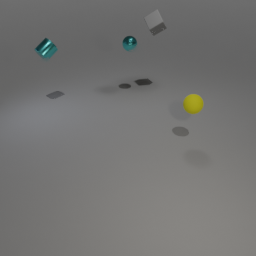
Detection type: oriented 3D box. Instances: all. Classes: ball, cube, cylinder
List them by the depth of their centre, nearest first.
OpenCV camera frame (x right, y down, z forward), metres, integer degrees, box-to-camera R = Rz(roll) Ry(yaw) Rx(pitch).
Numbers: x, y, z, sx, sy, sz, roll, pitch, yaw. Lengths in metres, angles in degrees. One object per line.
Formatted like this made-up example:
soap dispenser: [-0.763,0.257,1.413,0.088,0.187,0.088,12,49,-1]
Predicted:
ball: [2.283,-0.834,9.803,0.700,0.700,0.700,0,30,0]
cylinder: [-3.482,-3.335,11.924,0.700,0.700,0.700,-50,47,-9]
cube: [1.240,-4.762,12.694,0.700,0.700,0.700,-26,-14,17]
ball: [0.085,-3.916,13.014,0.700,0.700,0.700,0,30,0]
